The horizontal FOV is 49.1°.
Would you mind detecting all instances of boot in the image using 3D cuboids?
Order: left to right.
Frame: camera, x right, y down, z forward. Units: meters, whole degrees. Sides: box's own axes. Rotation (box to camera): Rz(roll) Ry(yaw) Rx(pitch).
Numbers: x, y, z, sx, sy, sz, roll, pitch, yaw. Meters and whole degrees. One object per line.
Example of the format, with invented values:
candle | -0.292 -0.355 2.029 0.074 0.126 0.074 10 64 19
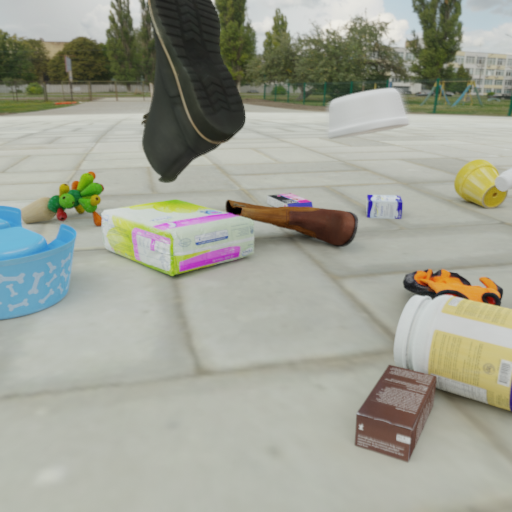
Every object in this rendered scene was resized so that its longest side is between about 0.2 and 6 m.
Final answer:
boot | -1.490 -2.921 9.192 1.194 3.083 2.132 -4 -15 -38
boot | 0.635 -0.738 10.245 2.018 0.691 1.900 10 11 -26

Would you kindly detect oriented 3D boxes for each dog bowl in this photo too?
dog bowl | -4.186 0.008 8.464 3.704 0.918 2.065 17 24 40

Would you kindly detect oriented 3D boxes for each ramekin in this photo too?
ramekin | 1.462 -1.896 7.486 1.078 0.502 1.078 -10 8 1

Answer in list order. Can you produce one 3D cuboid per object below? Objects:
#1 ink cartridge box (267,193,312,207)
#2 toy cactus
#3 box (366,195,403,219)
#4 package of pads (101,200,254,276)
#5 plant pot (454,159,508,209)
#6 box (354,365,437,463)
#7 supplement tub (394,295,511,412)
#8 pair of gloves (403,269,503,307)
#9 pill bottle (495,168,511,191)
ink cartridge box | 0.854 -1.238 13.431 0.670 0.262 1.415 -8 22 -23
toy cactus | -4.133 -1.082 12.131 1.807 1.120 2.190 -20 22 -1
box | 2.914 -1.127 12.782 0.778 0.408 0.716 2 17 9
package of pads | -1.454 -0.383 9.869 1.802 0.795 2.332 -14 22 -41
plant pot | 5.547 -1.676 13.638 1.057 1.057 0.995 -4 34 -14
box | 1.288 1.396 5.086 0.490 0.367 0.978 10 19 28
supplement tub | 2.144 0.925 5.547 1.321 0.960 0.960 13 22 35
pair of gloves | 3.422 0.508 7.139 2.994 0.370 2.667 5 5 9
pill bottle | 4.338 -1.317 9.469 0.572 0.324 0.324 -27 28 -22
